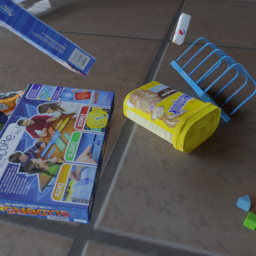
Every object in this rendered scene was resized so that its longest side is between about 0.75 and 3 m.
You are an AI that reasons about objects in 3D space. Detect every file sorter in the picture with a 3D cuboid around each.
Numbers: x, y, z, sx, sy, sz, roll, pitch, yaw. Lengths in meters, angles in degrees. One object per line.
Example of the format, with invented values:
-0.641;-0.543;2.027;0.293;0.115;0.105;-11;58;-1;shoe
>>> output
2.843;-1.723;9.328;1.654;1.462;2.383;32;22;-35;file sorter

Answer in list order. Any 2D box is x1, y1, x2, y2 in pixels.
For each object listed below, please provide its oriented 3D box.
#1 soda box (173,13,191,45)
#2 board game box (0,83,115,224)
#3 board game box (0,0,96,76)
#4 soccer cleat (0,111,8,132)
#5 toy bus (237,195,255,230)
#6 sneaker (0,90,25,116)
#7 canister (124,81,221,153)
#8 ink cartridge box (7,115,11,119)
1.882;-3.463;9.822;0.316;0.991;0.338;17;-1;-9;soda box
-1.209;0.228;4.593;1.682;0.428;2.485;7;45;3;board game box
-2.131;-2.218;6.932;2.420;0.525;2.408;32;3;-23;board game box
-4.750;0.164;7.744;2.839;0.918;1.188;-10;50;2;soccer cleat
3.512;1.660;5.925;1.743;0.954;1.847;-26;44;-30;toy bus
-3.535;-0.874;9.259;2.520;0.986;0.973;-12;32;-15;sneaker
1.278;-0.464;8.635;1.819;1.060;2.449;-30;45;-33;canister
-2.163;-0.219;8.719;2.888;0.566;1.436;-18;41;-24;ink cartridge box
